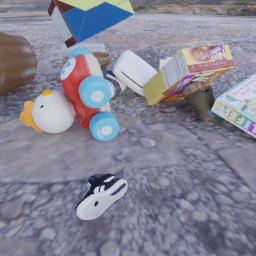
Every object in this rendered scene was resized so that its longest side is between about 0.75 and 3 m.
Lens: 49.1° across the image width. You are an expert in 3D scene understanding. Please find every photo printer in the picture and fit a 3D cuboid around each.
[{"bbox_3d":[0.326,-2.119,10.896,1.782,0.744,2.142,36,26,-10],"label":"photo printer"}]

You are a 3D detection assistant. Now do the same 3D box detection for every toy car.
[{"bbox_3d":[-1.800,-0.723,7.696,2.481,2.194,2.287,-18,41,-9],"label":"toy car"}]

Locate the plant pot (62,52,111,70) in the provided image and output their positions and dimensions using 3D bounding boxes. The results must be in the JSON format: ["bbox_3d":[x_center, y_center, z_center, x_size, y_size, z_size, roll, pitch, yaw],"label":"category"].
[{"bbox_3d":[-1.800,-2.749,12.598,2.172,1.003,2.172,-3,25,1],"label":"plant pot"}]

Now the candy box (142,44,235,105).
[{"bbox_3d":[1.776,-1.604,8.939,1.637,0.792,2.806,-12,-8,-23],"label":"candy box"}]

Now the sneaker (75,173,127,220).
[{"bbox_3d":[-0.662,1.266,5.370,0.715,0.467,1.277,16,23,35],"label":"sneaker"}]

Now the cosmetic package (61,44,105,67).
[{"bbox_3d":[-2.305,-3.718,14.433,2.134,1.140,0.962,2,28,1],"label":"cosmetic package"}]

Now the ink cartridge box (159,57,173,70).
[{"bbox_3d":[2.194,-2.670,12.551,1.618,0.932,0.549,1,26,1],"label":"ink cartridge box"}]

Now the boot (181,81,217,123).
[{"bbox_3d":[2.468,-0.721,9.070,0.909,1.180,2.434,-31,-13,26],"label":"boot"}]

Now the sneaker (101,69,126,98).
[{"bbox_3d":[-0.984,-1.876,11.080,0.888,0.878,2.238,-25,47,-31],"label":"sneaker"}]

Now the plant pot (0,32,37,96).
[{"bbox_3d":[-5.017,-2.297,10.140,2.871,2.871,2.842,9,19,17],"label":"plant pot"}]

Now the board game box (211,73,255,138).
[{"bbox_3d":[4.017,-0.686,8.410,1.866,0.475,2.775,38,45,26],"label":"board game box"}]

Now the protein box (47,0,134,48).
[{"bbox_3d":[-1.228,-3.581,8.699,1.992,1.354,2.007,-32,20,-11],"label":"protein box"}]
